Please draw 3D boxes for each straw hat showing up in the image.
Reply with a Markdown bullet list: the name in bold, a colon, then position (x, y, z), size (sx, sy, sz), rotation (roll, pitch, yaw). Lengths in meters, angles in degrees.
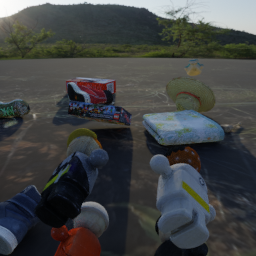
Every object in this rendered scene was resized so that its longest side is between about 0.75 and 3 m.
- **straw hat**: position (2.508, -1.006, 11.815), size (2.323, 2.323, 0.983), rotation (11, 61, 31)

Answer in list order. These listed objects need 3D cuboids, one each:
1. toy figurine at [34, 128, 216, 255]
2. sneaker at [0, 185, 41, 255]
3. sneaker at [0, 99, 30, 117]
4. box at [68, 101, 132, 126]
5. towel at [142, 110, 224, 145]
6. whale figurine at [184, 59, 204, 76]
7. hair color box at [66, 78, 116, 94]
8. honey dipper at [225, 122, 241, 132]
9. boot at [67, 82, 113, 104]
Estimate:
- **toy figurine**: position (0.005, 1.143, 3.675), size (2.124, 2.091, 1.478), rotation (4, 29, 9)
- **sneaker**: position (-2.288, 1.438, 4.989), size (1.611, 0.612, 1.164), rotation (17, 33, 18)
- **sneaker**: position (-5.149, -0.684, 11.820), size (2.042, 0.785, 0.905), rotation (-4, 27, 11)
- **box**: position (-0.864, -0.469, 9.748), size (1.677, 0.463, 2.456), rotation (8, -2, 9)
- **towel**: position (1.797, -0.026, 9.822), size (2.136, 0.601, 2.495), rotation (-7, 19, -12)
- **whale figurine**: position (2.688, -2.554, 11.435), size (0.783, 0.511, 0.985), rotation (-6, -23, 15)
- **hair color box**: position (-2.257, -2.538, 17.135), size (2.692, 0.860, 1.493), rotation (7, 19, 23)
- **honey dipper**: position (3.989, -0.074, 10.528), size (0.226, 0.226, 1.190), rotation (15, 22, 40)
- **boot**: position (-1.975, -1.805, 14.807), size (1.918, 0.963, 2.659), rotation (-12, 29, -33)
